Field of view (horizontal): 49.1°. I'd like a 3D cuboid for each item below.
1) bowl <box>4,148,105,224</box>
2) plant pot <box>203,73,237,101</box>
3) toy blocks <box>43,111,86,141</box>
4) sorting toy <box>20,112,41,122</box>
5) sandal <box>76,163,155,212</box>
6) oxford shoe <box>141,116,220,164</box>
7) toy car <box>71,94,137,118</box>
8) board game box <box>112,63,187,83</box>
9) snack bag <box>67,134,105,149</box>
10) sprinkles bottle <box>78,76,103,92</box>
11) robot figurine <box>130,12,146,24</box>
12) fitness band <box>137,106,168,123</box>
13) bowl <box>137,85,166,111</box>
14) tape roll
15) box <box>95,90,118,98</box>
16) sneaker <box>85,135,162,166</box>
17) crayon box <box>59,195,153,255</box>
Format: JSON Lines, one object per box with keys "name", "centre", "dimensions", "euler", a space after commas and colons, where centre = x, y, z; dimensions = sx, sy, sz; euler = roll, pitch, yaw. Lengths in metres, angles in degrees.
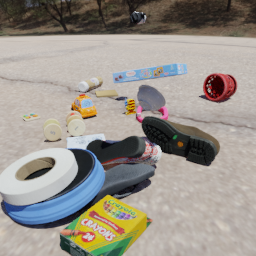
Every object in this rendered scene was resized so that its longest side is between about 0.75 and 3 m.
{"name": "bowl", "centre": [-1.957, 1.365, 7.399], "dimensions": [2.653, 0.521, 2.653], "euler": [-11, 26, 5]}
{"name": "plant pot", "centre": [5.018, -2.220, 15.129], "dimensions": [1.331, 1.462, 1.462], "euler": [-7, 23, -38]}
{"name": "toy blocks", "centre": [-2.632, -0.201, 11.384], "dimensions": [1.599, 0.697, 1.919], "euler": [-11, 20, -13]}
{"name": "sorting toy", "centre": [-4.465, -0.530, 12.812], "dimensions": [0.705, 0.139, 0.761], "euler": [-18, 30, -35]}
{"name": "sandal", "centre": [-0.472, 1.606, 7.618], "dimensions": [2.679, 0.574, 1.019], "euler": [-19, 21, -24]}
{"name": "oxford shoe", "centre": [1.813, 0.319, 9.926], "dimensions": [2.945, 1.070, 1.243], "euler": [27, 29, 26]}
{"name": "toy car", "centre": [-1.190, -1.207, 13.298], "dimensions": [2.988, 0.994, 1.466], "euler": [-7, 25, -14]}
{"name": "board game box", "centre": [0.608, -1.433, 7.351], "dimensions": [1.670, 0.306, 1.263], "euler": [-5, 10, 23]}
{"name": "snack bag", "centre": [-1.525, 0.606, 10.228], "dimensions": [1.475, 0.158, 1.391], "euler": [-6, 24, -9]}
{"name": "sprinkles bottle", "centre": [-2.259, -2.681, 17.070], "dimensions": [0.625, 0.625, 1.830], "euler": [12, 26, 26]}
{"name": "robot figurine", "centre": [0.451, -4.913, 12.552], "dimensions": [0.622, 0.516, 0.827], "euler": [22, 30, 32]}
{"name": "fitness band", "centre": [1.124, -0.672, 12.862], "dimensions": [1.423, 0.371, 1.982], "euler": [2, 25, 4]}
{"name": "bowl", "centre": [0.596, -0.784, 8.126], "dimensions": [0.931, 0.931, 0.418], "euler": [20, 65, 38]}
{"name": "tape roll", "centre": [-2.241, 1.141, 6.988], "dimensions": [1.962, 0.358, 1.962], "euler": [-10, 25, 5]}
{"name": "box", "centre": [-1.242, -1.984, 16.108], "dimensions": [1.225, 0.130, 1.002], "euler": [-5, 25, -12]}
{"name": "sneaker", "centre": [-0.157, 0.841, 9.017], "dimensions": [2.528, 0.844, 1.355], "euler": [-12, -24, 40]}
{"name": "crayon box", "centre": [-0.412, 2.193, 6.243], "dimensions": [1.195, 0.478, 1.882], "euler": [16, 28, 32]}
